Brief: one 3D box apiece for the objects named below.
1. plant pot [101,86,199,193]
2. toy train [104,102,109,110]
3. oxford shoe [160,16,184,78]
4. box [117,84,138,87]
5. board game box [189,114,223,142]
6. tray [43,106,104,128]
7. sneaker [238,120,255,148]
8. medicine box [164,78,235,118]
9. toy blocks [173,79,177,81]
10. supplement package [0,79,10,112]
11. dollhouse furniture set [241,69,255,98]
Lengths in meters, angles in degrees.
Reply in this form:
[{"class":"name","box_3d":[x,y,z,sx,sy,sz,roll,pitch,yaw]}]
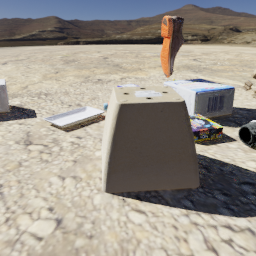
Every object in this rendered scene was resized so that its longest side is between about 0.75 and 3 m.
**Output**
[{"class":"plant pot","box_3d":[0.493,0.087,7.837,2.526,2.239,2.529,-2,21,-5]},{"class":"toy train","box_3d":[0.239,-1.046,12.914,2.765,0.769,2.077,-6,23,-8]},{"class":"oxford shoe","box_3d":[2.286,-3.971,13.941,1.090,2.991,1.066,-7,29,-14]},{"class":"box","box_3d":[0.074,-2.065,15.682,1.090,0.572,1.002,-15,25,-32]},{"class":"board game box","box_3d":[2.542,-0.036,10.608,1.332,0.457,1.612,-6,22,-20]},{"class":"tray","box_3d":[-2.249,-0.453,11.952,1.274,0.263,2.373,17,27,39]},{"class":"sneaker","box_3d":[4.752,0.365,9.137,1.216,0.867,2.452,-16,21,-32]},{"class":"medicine box","box_3d":[3.211,-1.428,13.063,2.252,1.273,2.473,-10,23,-25]},{"class":"toy blocks","box_3d":[3.161,-2.192,15.876,1.211,0.885,1.772,9,18,-10]},{"class":"supplement package","box_3d":[-6.772,-1.441,13.003,2.219,1.329,1.345,-8,23,-21]},{"class":"dollhouse furniture set","box_3d":[7.696,-2.451,14.988,1.387,1.959,2.132,-19,56,-38]}]
